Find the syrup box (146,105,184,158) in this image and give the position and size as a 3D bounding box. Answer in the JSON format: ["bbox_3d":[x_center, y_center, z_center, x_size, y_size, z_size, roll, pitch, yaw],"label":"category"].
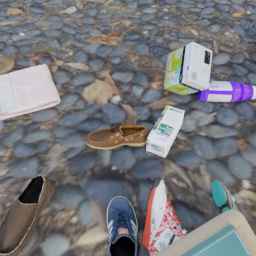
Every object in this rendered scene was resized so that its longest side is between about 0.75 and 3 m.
[{"bbox_3d":[1.175,0.086,8.715,0.626,0.648,1.590,20,51,18],"label":"syrup box"}]

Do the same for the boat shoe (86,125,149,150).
[{"bbox_3d":[-0.320,0.192,8.603,1.962,0.663,0.706,-4,49,-3],"label":"boat shoe"}]

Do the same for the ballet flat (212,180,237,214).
[{"bbox_3d":[2.581,2.027,7.206,0.469,0.496,1.471,13,45,-25],"label":"ballet flat"}]

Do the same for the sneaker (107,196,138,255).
[{"bbox_3d":[-0.113,2.421,6.505,0.772,0.871,2.060,-5,48,-4],"label":"sneaker"}]

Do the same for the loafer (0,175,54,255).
[{"bbox_3d":[-2.621,2.068,6.853,0.829,0.806,2.270,11,50,9],"label":"loafer"}]

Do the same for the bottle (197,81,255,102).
[{"bbox_3d":[3.499,-1.283,9.903,1.963,0.641,0.820,2,36,1],"label":"bottle"}]

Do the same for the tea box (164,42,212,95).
[{"bbox_3d":[2.017,-1.959,9.521,0.903,1.330,1.351,14,78,-28],"label":"tea box"}]

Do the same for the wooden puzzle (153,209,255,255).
[{"bbox_3d":[1.947,3.338,5.628,2.424,0.488,2.620,-23,71,-19],"label":"wooden puzzle"}]

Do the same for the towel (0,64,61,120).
[{"bbox_3d":[-3.781,-1.410,10.224,2.182,0.368,2.284,-17,52,-15],"label":"towel"}]

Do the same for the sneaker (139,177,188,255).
[{"bbox_3d":[1.003,2.335,6.672,1.222,0.761,2.279,10,53,7],"label":"sneaker"}]

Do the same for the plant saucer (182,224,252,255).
[{"bbox_3d":[1.467,2.729,5.472,2.156,0.205,0.754,-23,74,-19],"label":"plant saucer"}]
